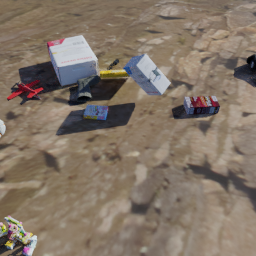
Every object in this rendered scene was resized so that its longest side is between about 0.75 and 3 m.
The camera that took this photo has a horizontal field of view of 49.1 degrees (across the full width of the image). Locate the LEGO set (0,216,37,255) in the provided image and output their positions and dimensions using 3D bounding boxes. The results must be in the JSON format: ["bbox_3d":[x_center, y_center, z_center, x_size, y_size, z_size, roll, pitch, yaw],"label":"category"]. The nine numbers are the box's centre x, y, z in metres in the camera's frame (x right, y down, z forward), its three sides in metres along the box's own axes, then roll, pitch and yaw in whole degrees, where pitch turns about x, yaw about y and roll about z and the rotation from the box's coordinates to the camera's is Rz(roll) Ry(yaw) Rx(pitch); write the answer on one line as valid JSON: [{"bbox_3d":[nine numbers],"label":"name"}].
[{"bbox_3d":[-3.340,2.760,7.307,1.917,0.713,0.882,3,44,3],"label":"LEGO set"}]

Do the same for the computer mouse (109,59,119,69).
[{"bbox_3d":[-0.697,-3.148,13.936,0.250,0.145,0.853,29,55,12],"label":"computer mouse"}]

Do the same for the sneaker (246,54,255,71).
[{"bbox_3d":[6.348,-2.902,13.232,0.988,0.715,2.022,-10,42,-11],"label":"sneaker"}]

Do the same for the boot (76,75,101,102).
[{"bbox_3d":[-1.704,-1.728,12.178,1.196,0.477,1.315,-18,38,2],"label":"boot"}]

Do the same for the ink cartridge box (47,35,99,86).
[{"bbox_3d":[-2.655,-3.266,13.339,1.863,1.081,2.524,-15,48,-15],"label":"ink cartridge box"}]

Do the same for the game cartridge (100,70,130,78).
[{"bbox_3d":[-0.445,-2.427,12.406,1.606,0.261,1.416,-2,15,-5],"label":"game cartridge"}]

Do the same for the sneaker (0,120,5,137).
[{"bbox_3d":[-5.476,0.476,9.687,2.427,0.950,0.937,-36,32,-30],"label":"sneaker"}]

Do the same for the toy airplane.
[{"bbox_3d":[-4.405,-1.662,12.224,1.711,0.315,1.711,-1,45,1],"label":"toy airplane"}]

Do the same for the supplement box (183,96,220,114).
[{"bbox_3d":[2.988,-0.938,11.407,1.299,0.395,0.707,-3,44,-4],"label":"supplement box"}]

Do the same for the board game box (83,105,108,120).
[{"bbox_3d":[-1.280,-0.638,11.249,0.881,0.178,0.674,5,44,6],"label":"board game box"}]

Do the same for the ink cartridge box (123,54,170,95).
[{"bbox_3d":[0.723,-2.036,10.916,0.672,1.565,1.146,-53,25,-11],"label":"ink cartridge box"}]
